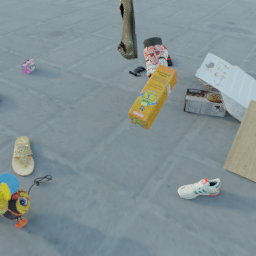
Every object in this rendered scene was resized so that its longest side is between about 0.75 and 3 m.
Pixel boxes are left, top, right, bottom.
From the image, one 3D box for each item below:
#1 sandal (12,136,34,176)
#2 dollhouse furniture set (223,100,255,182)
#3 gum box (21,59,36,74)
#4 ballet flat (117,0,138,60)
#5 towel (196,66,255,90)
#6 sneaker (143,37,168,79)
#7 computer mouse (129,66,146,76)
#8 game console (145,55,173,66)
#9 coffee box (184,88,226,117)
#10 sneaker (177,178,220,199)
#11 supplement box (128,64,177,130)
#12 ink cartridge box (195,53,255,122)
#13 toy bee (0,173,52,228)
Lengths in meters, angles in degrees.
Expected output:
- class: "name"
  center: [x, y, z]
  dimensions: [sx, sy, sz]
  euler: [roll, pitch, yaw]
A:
- class: "sandal"
  center: [-3.334, 0.699, 8.728]
  dimensions: [0.647, 0.580, 1.764]
  euler: [-11, 39, -14]
- class: "dollhouse furniture set"
  center: [4.856, 0.680, 8.848]
  dimensions: [2.540, 2.176, 2.671]
  euler: [23, 8, 27]
- class: "gum box"
  center: [-4.826, -3.005, 13.634]
  dimensions: [0.265, 0.455, 0.802]
  euler: [11, 39, 14]
- class: "ballet flat"
  center: [-0.091, -3.602, 9.709]
  dimensions: [0.692, 1.006, 2.986]
  euler: [-6, 66, 3]
- class: "towel"
  center: [4.415, -2.364, 12.851]
  dimensions: [2.329, 0.402, 1.544]
  euler: [-9, 39, -11]
- class: "sneaker"
  center: [1.243, -2.722, 11.880]
  dimensions: [0.965, 1.549, 2.889]
  euler: [-8, 2, 12]
- class: "computer mouse"
  center: [0.553, -2.771, 13.533]
  dimensions: [0.918, 0.211, 0.644]
  euler: [-24, 43, -27]
- class: "game console"
  center: [1.597, -3.507, 14.538]
  dimensions: [1.312, 0.204, 1.161]
  euler: [-2, 42, -2]
- class: "coffee box"
  center: [2.992, -1.002, 10.901]
  dimensions: [1.542, 0.616, 0.872]
  euler: [9, 39, 11]
- class: "sneaker"
  center: [1.938, 1.578, 7.606]
  dimensions: [1.197, 0.560, 0.421]
  euler: [-3, 38, -5]
- class: "supplement box"
  center: [0.664, -0.808, 7.228]
  dimensions: [0.552, 0.571, 1.660]
  euler: [25, 74, 20]
- class: "ink cartridge box"
  center: [3.911, -1.477, 10.663]
  dimensions: [2.885, 0.723, 2.340]
  euler: [32, 44, 5]
- class: "toy bee"
  center: [-2.921, 1.767, 6.816]
  dimensions: [2.365, 1.548, 1.286]
  euler: [-5, 61, -24]
